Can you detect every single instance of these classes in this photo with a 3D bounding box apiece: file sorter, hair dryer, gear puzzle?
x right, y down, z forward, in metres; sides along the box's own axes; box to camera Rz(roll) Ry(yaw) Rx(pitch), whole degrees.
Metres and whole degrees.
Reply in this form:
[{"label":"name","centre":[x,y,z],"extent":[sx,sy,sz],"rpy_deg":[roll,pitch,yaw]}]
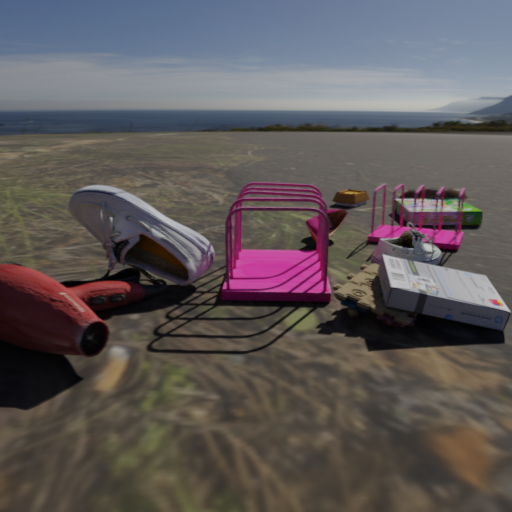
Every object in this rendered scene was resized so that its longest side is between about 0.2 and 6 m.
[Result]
[{"label":"file sorter","centre":[0.361,-0.330,9.221],"extent":[1.626,1.468,2.340],"rpy_deg":[1,16,3]},{"label":"hair dryer","centre":[-2.430,0.443,7.504],"extent":[2.619,0.934,3.439],"rpy_deg":[-3,17,-14]},{"label":"file sorter","centre":[3.399,-0.883,11.765],"extent":[1.798,1.127,1.249],"rpy_deg":[7,17,23]},{"label":"gear puzzle","centre":[2.007,0.512,8.317],"extent":[1.191,0.301,2.300],"rpy_deg":[21,24,25]}]

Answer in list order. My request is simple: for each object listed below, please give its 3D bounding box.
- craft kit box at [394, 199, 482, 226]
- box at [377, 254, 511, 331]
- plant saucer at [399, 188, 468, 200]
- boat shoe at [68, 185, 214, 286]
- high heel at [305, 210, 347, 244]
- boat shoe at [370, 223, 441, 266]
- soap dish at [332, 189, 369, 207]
[{"label":"craft kit box","centre":[4.470,-1.107,13.986],"extent":[1.719,0.417,1.698],"rpy_deg":[0,18,0]},{"label":"box","centre":[2.543,0.475,7.802],"extent":[1.569,0.323,1.224],"rpy_deg":[11,22,2]},{"label":"plant saucer","centre":[4.906,-1.707,15.589],"extent":[1.852,0.297,1.852],"rpy_deg":[-1,4,0]},{"label":"boat shoe","centre":[-2.027,-0.216,8.848],"extent":[2.601,0.961,1.109],"rpy_deg":[28,36,7]},{"label":"high heel","centre":[1.487,-0.683,11.423],"extent":[0.844,0.592,1.756],"rpy_deg":[-29,9,10]},{"label":"boat shoe","centre":[2.726,-0.210,9.896],"extent":[1.734,0.739,0.640],"rpy_deg":[-4,25,-36]},{"label":"soap dish","centre":[2.692,-1.652,15.883],"extent":[0.717,0.370,0.912],"rpy_deg":[11,19,35]}]
